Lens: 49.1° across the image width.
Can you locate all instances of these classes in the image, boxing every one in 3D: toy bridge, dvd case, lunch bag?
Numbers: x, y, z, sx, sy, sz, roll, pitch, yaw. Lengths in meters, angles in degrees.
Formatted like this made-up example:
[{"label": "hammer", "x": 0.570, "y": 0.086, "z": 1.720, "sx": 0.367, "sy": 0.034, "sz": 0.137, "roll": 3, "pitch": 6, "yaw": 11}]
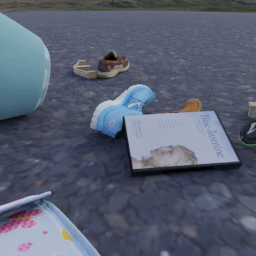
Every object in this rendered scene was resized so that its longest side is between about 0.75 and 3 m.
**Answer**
[{"label": "toy bridge", "x": -1.918, "y": -2.476, "z": 11.771, "sx": 0.718, "sy": 0.291, "sz": 2.137, "roll": -9, "pitch": 28, "yaw": -18}, {"label": "dvd case", "x": 1.058, "y": 0.262, "z": 5.919, "sx": 2.213, "sy": 0.194, "sz": 1.579, "roll": -3, "pitch": 45, "yaw": -7}, {"label": "lunch bag", "x": -1.396, "y": 1.559, "z": 2.433, "sx": 2.033, "sy": 1.524, "sz": 2.397, "roll": -14, "pitch": 24, "yaw": -33}]

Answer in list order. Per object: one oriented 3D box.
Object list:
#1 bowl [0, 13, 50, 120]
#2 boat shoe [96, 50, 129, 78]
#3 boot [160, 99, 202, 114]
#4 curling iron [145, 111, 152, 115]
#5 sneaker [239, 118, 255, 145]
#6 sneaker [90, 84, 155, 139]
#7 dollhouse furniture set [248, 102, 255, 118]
[{"label": "bowl", "x": -3.093, "y": -1.498, "z": 7.498, "sx": 1.540, "sy": 2.944, "sz": 2.944, "roll": 5, "pitch": 20, "yaw": -34}, {"label": "boat shoe", "x": -0.594, "y": -2.818, "z": 11.783, "sx": 0.886, "sy": 0.883, "sz": 2.455, "roll": 12, "pitch": 29, "yaw": 22}, {"label": "boot", "x": 1.274, "y": -0.300, "z": 7.108, "sx": 1.239, "sy": 0.590, "sz": 1.601, "roll": -2, "pitch": 27, "yaw": -3}, {"label": "curling iron", "x": 0.309, "y": -0.372, "z": 7.698, "sx": 0.878, "sy": 0.218, "sz": 0.112, "roll": 6, "pitch": 38, "yaw": 33}, {"label": "sneaker", "x": 3.150, "y": -0.164, "z": 6.118, "sx": 1.563, "sy": 0.655, "sz": 0.600, "roll": -31, "pitch": 62, "yaw": 10}, {"label": "sneaker", "x": 0.074, "y": -0.338, "z": 7.178, "sx": 1.014, "sy": 0.884, "sz": 2.255, "roll": 36, "pitch": 45, "yaw": 17}, {"label": "dollhouse furniture set", "x": 4.090, "y": -0.902, "z": 8.053, "sx": 1.293, "sy": 0.813, "sz": 1.462, "roll": 6, "pitch": 27, "yaw": 12}]
